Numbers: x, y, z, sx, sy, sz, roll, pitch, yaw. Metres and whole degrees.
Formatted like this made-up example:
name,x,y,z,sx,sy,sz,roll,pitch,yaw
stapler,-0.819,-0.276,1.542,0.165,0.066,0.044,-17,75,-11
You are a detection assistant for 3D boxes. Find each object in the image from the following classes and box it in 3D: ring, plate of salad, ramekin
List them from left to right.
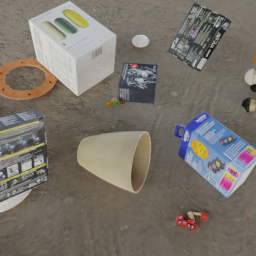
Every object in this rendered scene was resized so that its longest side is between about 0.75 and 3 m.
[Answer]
name,x,y,z,sx,sy,sz,roll,pitch,yaw
ramekin,-4.276,1.389,8.941,2.689,1.311,2.689,2,44,-2
ring,-4.563,-2.181,12.505,2.733,0.262,2.733,4,50,-5
plate of salad,0.645,-4.463,14.468,0.890,0.214,0.890,-1,62,1

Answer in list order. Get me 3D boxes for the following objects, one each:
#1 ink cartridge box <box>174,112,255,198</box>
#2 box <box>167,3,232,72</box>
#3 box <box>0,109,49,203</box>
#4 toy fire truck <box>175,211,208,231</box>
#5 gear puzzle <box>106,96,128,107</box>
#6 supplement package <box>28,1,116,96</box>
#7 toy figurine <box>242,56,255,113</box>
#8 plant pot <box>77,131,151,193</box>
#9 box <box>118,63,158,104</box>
name,x,y,z,sx,sy,sz,roll,pitch,yaw
ink cartridge box,2.726,0.743,9.286,1.026,1.834,2.689,-33,59,-21
box,2.738,-3.592,11.089,0.470,2.159,1.729,7,30,-44
box,-3.293,0.874,6.901,2.641,2.128,0.648,-21,39,-40
toy fire truck,1.970,2.824,8.685,0.885,0.216,0.624,17,53,14
gear puzzle,-0.431,-1.184,11.908,1.075,0.141,0.557,-21,54,-16
supplement package,-2.352,-3.463,12.177,2.932,2.209,2.225,41,62,18
toy figurine,5.483,-1.793,11.187,1.492,2.144,2.111,8,47,27
plant pot,-0.524,0.938,9.279,2.108,1.974,1.974,9,51,21
box,0.393,-1.697,10.520,1.344,0.768,1.476,5,49,4
